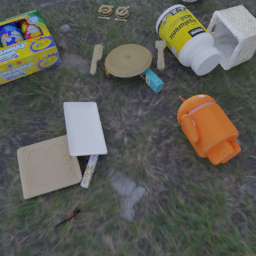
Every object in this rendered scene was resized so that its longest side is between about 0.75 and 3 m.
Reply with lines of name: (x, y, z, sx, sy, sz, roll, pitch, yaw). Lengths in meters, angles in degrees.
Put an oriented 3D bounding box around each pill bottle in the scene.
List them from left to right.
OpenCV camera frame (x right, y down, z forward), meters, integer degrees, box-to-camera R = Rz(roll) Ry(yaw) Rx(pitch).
pill bottle: (2.435, -3.468, 11.207, 1.542, 1.542, 2.771, -26, 65, -13)

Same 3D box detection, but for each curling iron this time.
curling iron: (-1.879, 2.761, 8.642, 0.945, 0.121, 0.234, -34, 103, -13)

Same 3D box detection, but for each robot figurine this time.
robot figurine: (2.623, -0.055, 9.398, 1.842, 1.494, 2.562, -23, 64, -11)

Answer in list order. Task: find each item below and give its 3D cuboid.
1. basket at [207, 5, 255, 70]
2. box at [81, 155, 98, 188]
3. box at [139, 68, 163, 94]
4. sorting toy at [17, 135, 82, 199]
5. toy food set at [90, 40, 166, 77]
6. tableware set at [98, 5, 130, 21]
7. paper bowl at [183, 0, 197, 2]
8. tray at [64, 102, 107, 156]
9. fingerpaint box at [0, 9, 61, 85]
basket: (4.209, -3.608, 11.180, 1.412, 1.740, 1.756, -22, 64, -14)
box: (-1.273, 1.406, 9.323, 0.246, 0.229, 1.186, 13, 63, 7)
box: (0.873, -1.957, 10.979, 0.299, 0.501, 1.219, -32, 66, -16)
sorting toy: (-2.637, 1.258, 9.375, 1.966, 0.359, 1.820, -18, 63, -5)
toy food set: (0.041, -2.643, 11.144, 2.936, 0.589, 2.027, -1, 53, 10)
tableware set: (-0.660, -5.433, 12.969, 1.439, 0.288, 0.951, 8, 62, 4)
paper bowl: (2.958, -6.658, 13.317, 1.596, 0.830, 1.596, 0, 62, 0)
tray: (-1.531, 0.020, 9.754, 1.230, 0.254, 2.290, -2, 54, -19)
fingerpaint box: (-4.564, -3.303, 11.383, 2.910, 1.067, 2.428, -23, 64, -12)
